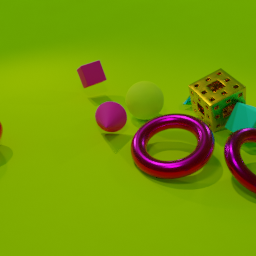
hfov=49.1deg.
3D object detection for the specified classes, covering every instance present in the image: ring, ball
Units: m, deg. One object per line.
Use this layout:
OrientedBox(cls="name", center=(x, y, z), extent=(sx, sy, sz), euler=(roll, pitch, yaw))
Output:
OrientedBox(cls="ring", center=(1.026, 0.365, 6.633), extent=(1.978, 0.396, 1.978), euler=(-10, 41, 9))
OrientedBox(cls="ball", center=(0.498, -0.820, 8.360), extent=(1.150, 1.150, 1.150), euler=(0, 30, 0))
OrientedBox(cls="ring", center=(2.896, 0.703, 6.035), extent=(1.704, 0.341, 1.704), euler=(6, 52, -8))

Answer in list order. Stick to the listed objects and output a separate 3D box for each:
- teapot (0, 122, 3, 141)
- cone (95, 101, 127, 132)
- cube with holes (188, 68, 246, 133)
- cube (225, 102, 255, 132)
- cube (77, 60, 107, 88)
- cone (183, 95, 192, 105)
OrientedBox(cls="teapot", center=(-3.625, 0.245, 6.839), extent=(1.126, 0.887, 1.811), euler=(-15, 44, -28))
OrientedBox(cls="cone", center=(-0.503, -0.155, 7.306), extent=(0.894, 0.894, 0.897), euler=(2, 19, 4))
OrientedBox(cls="cube with holes", center=(2.517, -0.782, 7.902), extent=(1.078, 1.078, 1.078), euler=(-28, 45, -3))
OrientedBox(cls="cube", center=(3.172, -0.142, 7.296), extent=(0.750, 0.750, 0.750), euler=(9, 22, -34))
OrientedBox(cls="cube", center=(-1.254, -1.833, 9.614), extent=(0.708, 0.708, 0.708), euler=(-23, 9, -20))
OrientedBox(cls="cone", center=(2.172, -0.949, 9.159), extent=(0.862, 0.859, 0.859), euler=(-26, 36, -8))
